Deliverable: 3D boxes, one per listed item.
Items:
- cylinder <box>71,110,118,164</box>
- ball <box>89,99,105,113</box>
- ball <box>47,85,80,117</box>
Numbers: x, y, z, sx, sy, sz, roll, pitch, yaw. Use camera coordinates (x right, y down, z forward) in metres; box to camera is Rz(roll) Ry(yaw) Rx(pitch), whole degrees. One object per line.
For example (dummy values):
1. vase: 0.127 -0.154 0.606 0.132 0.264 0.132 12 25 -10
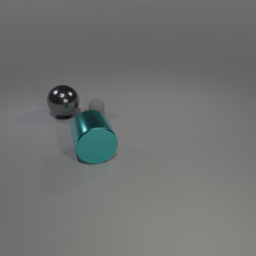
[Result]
1. cylinder: -1.184 0.277 9.667 1.400 1.400 1.400 -8 30 -14
2. ball: -1.377 -0.927 12.363 0.700 0.700 0.700 0 29 0
3. ball: -2.833 -1.185 12.284 1.400 1.400 1.400 0 29 0
